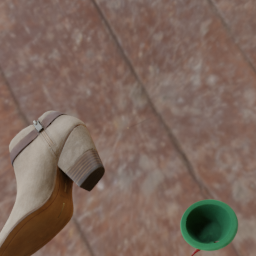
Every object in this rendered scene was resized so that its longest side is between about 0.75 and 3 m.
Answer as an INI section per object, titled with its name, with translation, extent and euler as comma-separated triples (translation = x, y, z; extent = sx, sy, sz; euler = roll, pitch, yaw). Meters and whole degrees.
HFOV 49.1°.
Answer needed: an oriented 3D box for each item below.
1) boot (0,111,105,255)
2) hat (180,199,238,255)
[boot]
translation = -1.643, 0.857, 4.960
extent = 2.553, 0.897, 1.867
euler = -42, 53, -13
[hat]
translation = 1.430, 1.855, 4.834
extent = 1.062, 0.935, 0.880
euler = -8, 43, 30
